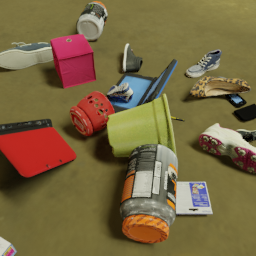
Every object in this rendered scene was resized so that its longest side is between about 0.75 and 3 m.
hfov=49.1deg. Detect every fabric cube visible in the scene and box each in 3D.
[{"bbox_3d":[-2.551,-3.146,13.092,1.636,1.667,1.662,-16,50,-16],"label":"fabric cube"}]

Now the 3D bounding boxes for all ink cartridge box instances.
[{"bbox_3d":[2.029,2.290,9.064,1.158,0.275,1.171,1,49,-1],"label":"ink cartridge box"},{"bbox_3d":[-4.146,3.716,7.424,1.287,0.720,1.886,21,49,18],"label":"ink cartridge box"}]

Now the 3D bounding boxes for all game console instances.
[{"bbox_3d":[-3.647,0.693,9.448,2.527,1.741,2.933,-13,1,21],"label":"game console"},{"bbox_3d":[4.846,-1.006,12.108,1.072,0.219,1.818,-19,50,-17],"label":"game console"},{"bbox_3d":[0.460,-1.858,11.971,1.711,2.469,2.892,34,52,-5],"label":"game console"}]

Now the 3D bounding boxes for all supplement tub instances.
[{"bbox_3d":[-1.999,-6.197,16.025,1.466,1.466,2.392,6,48,5],"label":"supplement tub"},{"bbox_3d":[0.658,1.926,8.466,1.619,1.619,2.643,6,48,6],"label":"supplement tub"}]

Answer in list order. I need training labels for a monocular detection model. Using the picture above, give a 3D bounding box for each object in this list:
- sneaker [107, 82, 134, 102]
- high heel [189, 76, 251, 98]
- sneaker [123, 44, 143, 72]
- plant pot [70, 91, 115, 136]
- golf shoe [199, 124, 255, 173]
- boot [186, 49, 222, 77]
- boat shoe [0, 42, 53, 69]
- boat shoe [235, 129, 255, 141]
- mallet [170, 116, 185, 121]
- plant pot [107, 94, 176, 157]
[{"bbox_3d":[-0.246,-1.438,11.980,1.367,0.790,0.552,-2,53,51],"label":"sneaker"},{"bbox_3d":[3.985,-1.680,12.060,2.415,0.862,1.721,-22,33,-29],"label":"high heel"},{"bbox_3d":[0.268,-3.527,14.157,0.960,0.684,1.936,3,53,0],"label":"sneaker"},{"bbox_3d":[-1.414,-0.519,10.801,1.314,1.443,1.443,-35,57,-30],"label":"plant pot"},{"bbox_3d":[3.975,0.640,10.108,2.676,1.008,1.225,29,51,23],"label":"golf shoe"},{"bbox_3d":[3.689,-3.189,13.649,1.971,0.890,0.717,-27,53,-22],"label":"boot"},{"bbox_3d":[-5.106,-3.732,14.021,2.914,1.091,0.901,-19,52,-19],"label":"boat shoe"},{"bbox_3d":[4.738,0.319,10.748,1.163,0.435,0.386,9,49,10],"label":"boat shoe"},{"bbox_3d":[1.966,-0.435,11.653,0.808,0.166,0.266,11,44,3],"label":"mallet"},{"bbox_3d":[0.451,0.114,9.926,2.155,2.344,2.344,-9,47,7],"label":"plant pot"}]
